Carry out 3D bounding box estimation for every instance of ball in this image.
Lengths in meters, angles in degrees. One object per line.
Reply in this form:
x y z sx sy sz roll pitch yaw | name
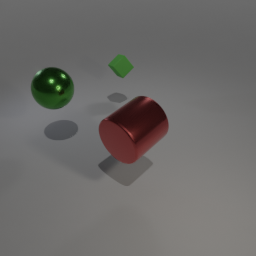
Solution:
-2.492 -1.311 9.296 1.400 1.400 1.400 0 32 0 | ball

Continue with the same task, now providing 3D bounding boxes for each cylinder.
0.160 0.036 7.666 1.400 1.400 1.400 26 48 34 | cylinder

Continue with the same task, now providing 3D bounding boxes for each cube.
-0.312 -2.697 12.193 0.700 0.700 0.700 -46 30 -3 | cube
